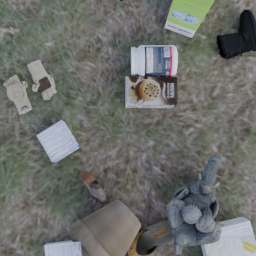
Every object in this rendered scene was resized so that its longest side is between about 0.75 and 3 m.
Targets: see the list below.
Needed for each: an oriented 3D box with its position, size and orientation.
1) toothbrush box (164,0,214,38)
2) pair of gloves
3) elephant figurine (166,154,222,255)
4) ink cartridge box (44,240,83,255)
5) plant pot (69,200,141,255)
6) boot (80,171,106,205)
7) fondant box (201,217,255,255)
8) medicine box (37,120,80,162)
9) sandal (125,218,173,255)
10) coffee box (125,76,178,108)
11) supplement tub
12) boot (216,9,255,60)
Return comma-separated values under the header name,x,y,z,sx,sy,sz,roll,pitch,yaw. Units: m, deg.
name,x,y,z,sx,sy,sz,roll,pitch,yaw
toothbrush box,2.347,-4.835,9.647,1.255,2.916,2.123,20,84,2
pair of gloves,-3.685,-1.541,10.627,1.787,0.313,1.520,-33,89,-1
elephant figurine,2.402,2.533,9.596,2.107,2.716,1.922,-20,110,32
ink cartridge box,-2.244,4.735,9.971,1.339,0.272,1.336,-5,84,0
plant pot,-0.617,3.480,9.377,1.828,2.107,2.107,-41,85,-20
boot,-1.270,2.204,10.079,0.466,1.326,0.970,-25,120,-28
fondant box,3.620,4.567,9.773,1.773,0.716,2.458,-13,85,-1
medicine box,-2.537,0.489,10.256,1.061,0.600,1.165,-31,86,-3
sandal,0.568,4.113,9.742,2.733,0.746,1.117,-31,84,5
coffee box,0.844,-1.308,10.371,1.882,0.751,1.064,0,84,0
supplement tub,0.933,-2.449,10.285,1.636,1.148,1.148,0,84,0
boot,4.118,-3.531,10.687,1.460,0.659,1.781,-14,85,1
